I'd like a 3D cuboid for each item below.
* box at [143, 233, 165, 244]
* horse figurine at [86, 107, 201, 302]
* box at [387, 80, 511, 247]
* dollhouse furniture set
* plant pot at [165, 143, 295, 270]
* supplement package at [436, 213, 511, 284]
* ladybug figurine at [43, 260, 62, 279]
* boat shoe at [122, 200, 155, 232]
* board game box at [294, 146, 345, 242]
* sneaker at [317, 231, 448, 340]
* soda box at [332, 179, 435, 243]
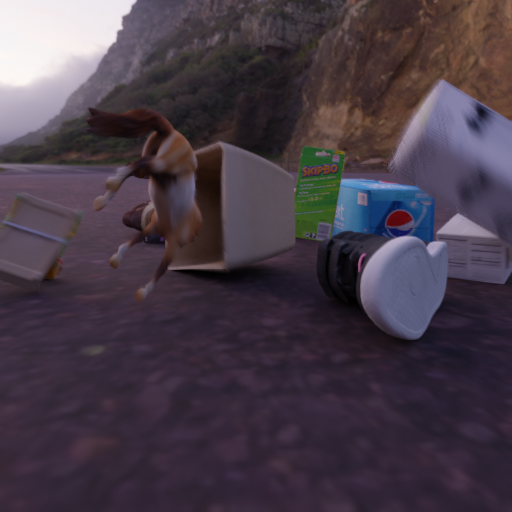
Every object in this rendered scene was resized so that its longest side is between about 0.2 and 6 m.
[{"bbox_3d":[-1.533,-0.476,11.675,1.073,0.271,1.501,3,10,17],"label":"box"},{"bbox_3d":[-1.149,-0.694,6.503,0.625,2.506,1.660,18,47,23],"label":"horse figurine"},{"bbox_3d":[3.249,-1.108,7.546,2.631,0.791,1.535,33,47,4],"label":"box"},{"bbox_3d":[-3.655,-0.229,7.866,2.466,1.233,0.952,17,-29,7],"label":"dollhouse furniture set"},{"bbox_3d":[-0.333,-0.647,8.474,1.492,1.683,1.685,0,-2,-37],"label":"plant pot"},{"bbox_3d":[3.319,-0.159,8.295,0.959,0.683,1.231,7,23,33],"label":"supplement package"},{"bbox_3d":[-3.008,0.123,8.022,0.613,0.416,0.220,8,10,23],"label":"ladybug figurine"},{"bbox_3d":[-2.291,-1.009,12.984,0.896,0.898,2.489,4,17,14],"label":"boat shoe"},{"bbox_3d":[1.065,-1.076,9.838,0.764,1.600,0.240,10,9,10],"label":"board game box"},{"bbox_3d":[1.173,0.248,6.066,1.395,0.994,2.812,3,5,26],"label":"sneaker"},{"bbox_3d":[2.164,-0.897,11.368,1.268,1.200,3.739,-2,11,-10],"label":"soda box"}]
